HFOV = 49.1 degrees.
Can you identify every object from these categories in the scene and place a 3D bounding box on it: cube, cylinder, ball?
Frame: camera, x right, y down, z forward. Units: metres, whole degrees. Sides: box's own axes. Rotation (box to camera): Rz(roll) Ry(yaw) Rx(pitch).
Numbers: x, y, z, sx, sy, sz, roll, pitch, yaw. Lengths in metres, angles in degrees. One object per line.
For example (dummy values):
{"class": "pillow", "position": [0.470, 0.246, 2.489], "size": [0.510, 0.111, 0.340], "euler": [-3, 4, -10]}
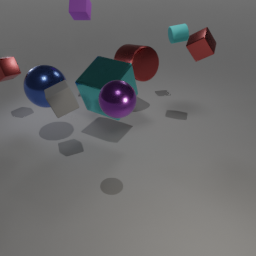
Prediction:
{"class": "cube", "position": [-1.906, -0.843, 8.054], "size": [0.700, 0.700, 0.700], "euler": [-27, 33, -5]}
{"class": "cube", "position": [2.476, -2.810, 9.442], "size": [0.700, 0.700, 0.700], "euler": [-17, 36, 39]}
{"class": "cube", "position": [-1.849, -4.669, 10.874], "size": [0.700, 0.700, 0.700], "euler": [3, -3, 6]}
{"class": "cylinder", "position": [0.334, -2.735, 11.669], "size": [1.400, 1.400, 1.400], "euler": [-17, 26, -27]}
{"class": "cylinder", "position": [2.123, -3.985, 11.837], "size": [0.700, 0.700, 0.700], "euler": [-12, 30, -5]}
{"class": "ball", "position": [-2.714, -1.372, 9.267], "size": [1.400, 1.400, 1.400], "euler": [0, 29, 0]}
{"class": "cube", "position": [-0.669, -1.358, 9.501], "size": [1.400, 1.400, 1.400], "euler": [19, 59, 26]}
{"class": "cube", "position": [-4.672, -2.238, 10.696], "size": [0.700, 0.700, 0.700], "euler": [-16, 10, 40]}
{"class": "ball", "position": [-0.191, -0.526, 5.142], "size": [0.700, 0.700, 0.700], "euler": [0, 29, 0]}
